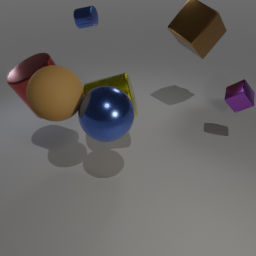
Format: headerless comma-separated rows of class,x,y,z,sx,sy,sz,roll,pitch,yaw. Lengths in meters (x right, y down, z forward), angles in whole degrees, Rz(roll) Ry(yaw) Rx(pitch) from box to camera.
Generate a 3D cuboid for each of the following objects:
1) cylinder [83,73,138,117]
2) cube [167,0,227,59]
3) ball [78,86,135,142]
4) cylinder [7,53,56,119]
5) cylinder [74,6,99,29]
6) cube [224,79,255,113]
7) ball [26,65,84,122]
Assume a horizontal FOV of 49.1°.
cylinder,-0.528,-0.889,8.811,1.400,1.400,1.400,-14,31,7
cube,2.657,-3.800,10.749,1.400,1.400,1.400,47,15,29
ball,-0.537,-0.347,7.000,1.400,1.400,1.400,0,31,0
cylinder,-2.525,-1.233,8.240,1.400,1.400,1.400,-17,42,16
cylinder,-1.543,-4.088,10.349,0.700,0.700,0.700,-3,30,18
cube,3.799,-1.078,9.525,0.700,0.700,0.700,-24,32,43
ball,-1.818,-0.863,7.054,1.400,1.400,1.400,0,31,0
